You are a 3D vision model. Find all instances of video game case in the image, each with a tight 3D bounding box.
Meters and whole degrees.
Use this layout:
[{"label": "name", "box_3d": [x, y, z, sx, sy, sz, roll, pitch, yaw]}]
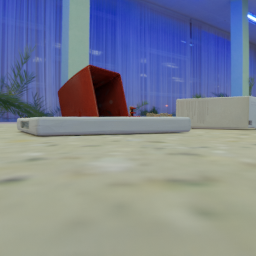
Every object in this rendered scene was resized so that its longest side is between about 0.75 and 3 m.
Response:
[{"label": "video game case", "box_3d": [-0.596, -0.074, 5.353, 2.636, 0.290, 2.403, -1, 2, -27]}]

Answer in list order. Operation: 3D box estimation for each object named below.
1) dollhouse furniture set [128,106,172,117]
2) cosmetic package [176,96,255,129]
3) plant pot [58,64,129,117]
[{"label": "dollhouse furniture set", "box_3d": [0.600, -0.264, 7.128, 1.125, 0.586, 1.137, 0, 2, 15]}, {"label": "cosmetic package", "box_3d": [2.362, -0.380, 7.343, 1.968, 0.799, 1.111, 0, 0, 40]}, {"label": "plant pot", "box_3d": [-1.034, -0.676, 7.823, 1.398, 1.585, 1.587, -14, -6, 28]}]
